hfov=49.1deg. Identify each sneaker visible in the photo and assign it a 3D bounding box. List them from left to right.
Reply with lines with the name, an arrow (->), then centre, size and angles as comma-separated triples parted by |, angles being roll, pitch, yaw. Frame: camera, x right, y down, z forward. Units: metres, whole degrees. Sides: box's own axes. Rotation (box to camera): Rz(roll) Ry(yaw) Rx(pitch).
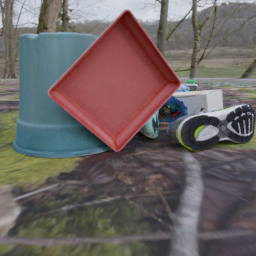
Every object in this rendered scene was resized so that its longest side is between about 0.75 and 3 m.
sneaker -> 0.162, -0.137, 7.981 | 1.407, 0.782, 2.012 | 0, 3, 8
sneaker -> 2.185, -0.102, 7.194 | 2.737, 1.011, 1.108 | -5, 10, -27

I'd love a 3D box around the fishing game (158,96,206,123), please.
fishing game -> 1.060, -0.515, 8.799 | 2.379, 0.370, 1.703 | 15, -26, 0

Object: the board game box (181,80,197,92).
board game box -> 2.118, -1.890, 14.342 | 2.597, 0.336, 2.596 | 2, -12, 9

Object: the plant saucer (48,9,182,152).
plant saucer -> -0.202, -0.896, 5.918 | 2.202, 2.206, 0.405 | 44, 0, -37

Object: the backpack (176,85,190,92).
backpack -> 2.005, -1.407, 12.656 | 1.417, 1.138, 1.549 | -3, 8, -28

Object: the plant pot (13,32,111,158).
plant pot -> -1.528, -0.915, 6.938 | 2.678, 2.623, 2.678 | 1, 14, 0

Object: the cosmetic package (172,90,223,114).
cosmetic package -> 1.955, -0.808, 9.861 | 2.392, 0.874, 1.239 | 1, 13, 40
